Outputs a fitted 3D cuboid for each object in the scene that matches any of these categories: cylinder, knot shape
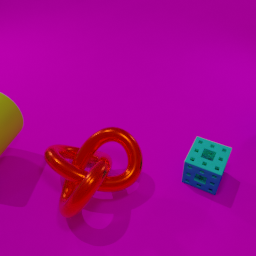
[{"bbox_3d":[-2.973,0.036,5.639,1.238,1.238,1.238,9,39,9],"label":"cylinder"},{"bbox_3d":[-0.613,0.717,5.506,1.847,0.912,1.974,-21,36,-6],"label":"knot shape"}]

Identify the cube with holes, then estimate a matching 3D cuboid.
[{"bbox_3d":[1.603,0.770,5.756,0.726,0.726,0.726,20,51,22],"label":"cube with holes"}]
